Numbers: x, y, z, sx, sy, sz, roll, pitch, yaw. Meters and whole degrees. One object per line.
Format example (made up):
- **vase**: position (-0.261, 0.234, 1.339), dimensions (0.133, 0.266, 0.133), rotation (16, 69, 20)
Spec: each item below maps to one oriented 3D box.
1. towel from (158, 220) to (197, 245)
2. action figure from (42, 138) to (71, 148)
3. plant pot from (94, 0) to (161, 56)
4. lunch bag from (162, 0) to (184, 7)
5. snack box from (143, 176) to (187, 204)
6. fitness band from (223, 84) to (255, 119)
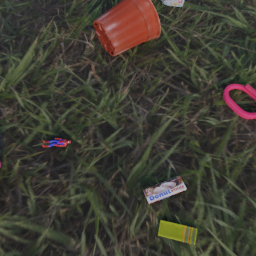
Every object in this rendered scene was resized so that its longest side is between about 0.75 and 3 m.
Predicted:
- **towel**: position (1.656, 3.465, 9.342), dimensions (1.251, 0.113, 0.538), rotation (12, 59, 7)
- **action figure**: position (-2.797, 0.580, 10.998), dimensions (1.082, 0.280, 0.354), rotation (-3, 57, -5)
- **plant pot**: position (-0.144, -4.728, 13.090), dimensions (2.383, 2.450, 2.450), rotation (-34, 65, -10)
- **lunch bag**: position (2.522, -7.316, 15.432), dimensions (1.229, 0.781, 1.042), rotation (11, 59, 15)
- **snack box**: position (1.322, 2.210, 10.021), dimensions (1.472, 0.179, 0.529), rotation (-18, 63, -14)
- **fitness band**: position (4.968, -1.191, 12.027), dimensions (1.340, 0.349, 1.866), rotation (-30, 63, -14)
